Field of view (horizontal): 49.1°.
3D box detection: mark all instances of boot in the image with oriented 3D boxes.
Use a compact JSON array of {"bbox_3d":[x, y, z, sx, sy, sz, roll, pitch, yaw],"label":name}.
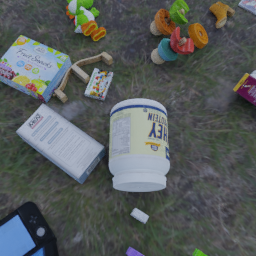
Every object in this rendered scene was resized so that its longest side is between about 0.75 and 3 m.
[{"bbox_3d":[3.718,-4.704,11.617,0.922,0.453,1.288,39,68,21],"label":"boot"}]

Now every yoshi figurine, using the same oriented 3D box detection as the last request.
[{"bbox_3d":[-1.649,-4.691,11.226,1.281,1.286,2.288,-20,65,-25],"label":"yoshi figurine"}]

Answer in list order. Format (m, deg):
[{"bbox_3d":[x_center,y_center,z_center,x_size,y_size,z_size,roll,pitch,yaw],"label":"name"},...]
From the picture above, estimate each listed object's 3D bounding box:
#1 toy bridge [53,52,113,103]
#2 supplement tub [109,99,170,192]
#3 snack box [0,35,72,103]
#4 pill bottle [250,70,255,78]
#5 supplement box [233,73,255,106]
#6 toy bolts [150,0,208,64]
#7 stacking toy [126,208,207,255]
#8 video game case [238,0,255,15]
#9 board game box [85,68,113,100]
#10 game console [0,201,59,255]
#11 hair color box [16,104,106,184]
[{"bbox_3d":[-1.793,-2.021,10.476,2.592,0.353,0.871,-43,70,-16],"label":"toy bridge"},{"bbox_3d":[0.335,0.566,8.579,1.818,1.818,2.507,0,67,0],"label":"supplement tub"},{"bbox_3d":[-3.492,-2.201,10.335,2.183,0.739,1.841,26,71,10],"label":"snack box"},{"bbox_3d":[4.917,-1.958,10.373,0.866,0.486,0.486,-25,69,-9],"label":"pill bottle"},{"bbox_3d":[4.463,-1.219,9.694,1.414,0.926,0.730,40,112,13],"label":"supplement box"},{"bbox_3d":[1.793,-3.327,10.782,2.169,1.575,2.270,35,53,-29],"label":"toy bolts"},{"bbox_3d":[0.718,3.901,7.844,2.854,0.671,2.152,31,72,10],"label":"stacking toy"},{"bbox_3d":[5.429,-5.374,12.030,0.968,0.122,1.062,37,72,15],"label":"video game case"},{"bbox_3d":[-1.064,-1.629,10.386,0.733,0.201,1.161,14,68,7],"label":"board game box"},{"bbox_3d":[-3.325,3.490,7.505,2.574,1.498,2.264,-34,71,-14],"label":"game console"},{"bbox_3d":[-2.162,0.494,9.162,2.616,0.793,1.295,34,71,13],"label":"hair color box"}]
